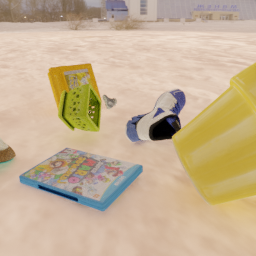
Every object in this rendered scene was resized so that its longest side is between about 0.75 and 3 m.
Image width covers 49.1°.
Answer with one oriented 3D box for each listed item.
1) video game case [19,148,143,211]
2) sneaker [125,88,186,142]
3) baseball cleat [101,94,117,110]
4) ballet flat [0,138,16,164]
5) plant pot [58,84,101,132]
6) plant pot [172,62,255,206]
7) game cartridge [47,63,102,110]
[{"bbox_3d":[-0.932,0.927,5.682,2.050,0.183,1.467,10,24,28],"label":"video game case"},{"bbox_3d":[1.034,-0.215,7.242,2.074,0.838,1.198,-38,31,-30],"label":"sneaker"},{"bbox_3d":[-0.556,-0.856,8.551,0.413,0.777,0.271,-32,70,-9],"label":"baseball cleat"},{"bbox_3d":[-2.948,0.477,5.713,0.630,0.672,1.857,11,10,17],"label":"ballet flat"},{"bbox_3d":[-1.270,-0.480,7.346,0.883,0.969,0.974,-4,64,14],"label":"plant pot"},{"bbox_3d":[1.957,0.240,4.726,2.036,2.164,2.164,-30,18,15],"label":"plant pot"},{"bbox_3d":[-1.783,-1.399,9.537,1.704,1.502,0.276,-19,5,-43],"label":"game cartridge"}]
